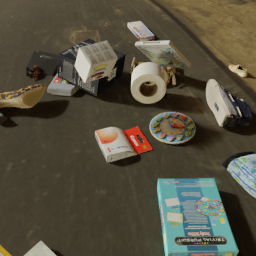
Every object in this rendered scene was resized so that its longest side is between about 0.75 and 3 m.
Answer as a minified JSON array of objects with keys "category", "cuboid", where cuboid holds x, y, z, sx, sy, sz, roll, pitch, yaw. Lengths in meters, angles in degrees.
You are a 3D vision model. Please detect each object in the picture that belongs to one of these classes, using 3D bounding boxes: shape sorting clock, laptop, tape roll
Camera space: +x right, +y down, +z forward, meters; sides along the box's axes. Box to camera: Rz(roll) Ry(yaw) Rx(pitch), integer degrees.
[{"category":"shape sorting clock","cuboid":[1.726,-0.052,10.884,1.771,0.347,1.771,0,40,0]},{"category":"laptop","cuboid":[-4.180,-3.520,15.173,1.790,1.108,1.912,15,71,18]},{"category":"tape roll","cuboid":[0.890,-1.965,12.241,1.516,1.516,1.041,2,40,2]}]

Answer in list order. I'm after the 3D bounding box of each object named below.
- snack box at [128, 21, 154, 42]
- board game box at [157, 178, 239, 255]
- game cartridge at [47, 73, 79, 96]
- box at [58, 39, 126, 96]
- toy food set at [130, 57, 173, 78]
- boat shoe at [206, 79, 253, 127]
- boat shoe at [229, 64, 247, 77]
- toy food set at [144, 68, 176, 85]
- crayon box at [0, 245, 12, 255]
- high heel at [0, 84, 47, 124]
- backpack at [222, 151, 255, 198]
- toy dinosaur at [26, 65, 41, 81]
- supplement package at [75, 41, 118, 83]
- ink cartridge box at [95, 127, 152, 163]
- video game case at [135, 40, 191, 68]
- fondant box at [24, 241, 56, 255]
[{"category":"snack box","cuboid":[0.806,-6.373,18.348,0.945,0.320,2.629,-11,42,-13]},{"category":"board game box","cuboid":[1.791,2.449,7.779,1.734,0.539,2.297,-1,40,-1]},{"category":"game cartridge","cuboid":[-2.898,-2.230,13.458,1.311,0.403,1.970,8,41,4]},{"category":"box","cuboid":[-1.687,-2.939,13.192,2.214,1.266,2.431,26,42,15]},{"category":"toy food set","cuboid":[1.224,-3.114,14.225,2.076,0.627,1.490,7,41,4]},{"category":"boat shoe","cuboid":[4.177,-1.051,11.703,1.234,0.994,2.662,1,48,-7]},{"category":"boat shoe","cuboid":[5.675,-3.041,14.361,0.429,0.403,1.164,-19,44,-21]},{"category":"toy food set","cuboid":[1.508,-2.398,13.541,1.586,0.318,1.095,-1,69,3]},{"category":"crayon box","cuboid":[-3.239,4.096,5.695,1.787,0.733,2.842,25,47,26]},{"category":"high heel","cuboid":[-5.006,-1.492,12.046,1.922,0.963,2.696,35,60,26]},{"category":"backpack","cuboid":[3.960,1.442,8.646,1.296,1.221,1.589,-3,53,-21]},{"category":"toy dinosaur","cuboid":[-4.735,-2.810,14.058,0.703,0.529,1.036,5,31,-19]},{"category":"supplement package","cuboid":[-1.171,-2.387,10.153,1.142,1.092,0.840,-24,75,-28]},{"category":"ink cartridge box","cuboid":[-0.168,0.451,10.239,1.747,0.438,1.417,-17,43,-15]},{"category":"video game case","cuboid":[1.650,-3.420,13.112,1.928,2.115,0.233,13,81,41]},{"category":"fondant box","cuboid":[-2.284,3.425,6.814,0.772,0.312,1.071,28,49,29]}]
